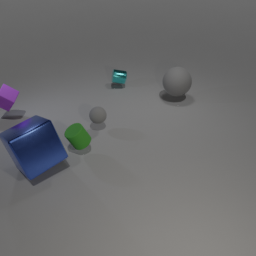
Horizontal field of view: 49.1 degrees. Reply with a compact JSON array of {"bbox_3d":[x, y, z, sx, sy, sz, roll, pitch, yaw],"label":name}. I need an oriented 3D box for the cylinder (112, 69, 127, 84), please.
[{"bbox_3d":[-0.473,-2.734,14.927,0.700,0.700,0.700,6,31,-13],"label":"cylinder"}]

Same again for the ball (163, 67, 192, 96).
[{"bbox_3d":[2.373,-2.239,13.530,1.400,1.400,1.400,0,32,0],"label":"ball"}]

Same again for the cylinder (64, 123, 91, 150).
[{"bbox_3d":[-1.760,0.300,9.864,0.700,0.700,0.700,-17,42,16],"label":"cylinder"}]

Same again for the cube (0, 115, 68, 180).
[{"bbox_3d":[-3.042,0.571,9.006,1.400,1.400,1.400,-33,26,-27],"label":"cube"}]

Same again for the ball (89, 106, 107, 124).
[{"bbox_3d":[-1.209,-0.516,11.264,0.700,0.700,0.700,0,32,0],"label":"ball"}]

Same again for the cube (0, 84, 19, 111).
[{"bbox_3d":[-5.091,-1.264,11.698,0.700,0.700,0.700,29,43,-25],"label":"cube"}]
